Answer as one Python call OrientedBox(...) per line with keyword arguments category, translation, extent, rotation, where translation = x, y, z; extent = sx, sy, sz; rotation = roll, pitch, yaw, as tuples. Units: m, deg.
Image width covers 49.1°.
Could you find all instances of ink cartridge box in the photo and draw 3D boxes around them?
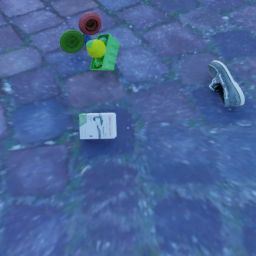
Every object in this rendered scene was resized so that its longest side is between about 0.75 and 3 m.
OrientedBox(category="ink cartridge box", translation=(-0.736, -0.053, 6.906), extent=(0.850, 0.621, 0.358), rotation=(-2, 6, 7))

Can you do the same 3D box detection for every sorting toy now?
OrientedBox(category="sorting toy", translation=(-1.560, -3.166, 9.221), extent=(1.606, 0.965, 0.659), rotation=(-36, 50, 8))

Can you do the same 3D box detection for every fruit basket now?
OrientedBox(category="fruit basket", translation=(-0.862, -2.258, 8.254), extent=(1.166, 1.166, 0.841), rotation=(-35, 29, -25))

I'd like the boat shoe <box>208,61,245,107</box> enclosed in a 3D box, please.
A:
OrientedBox(category="boat shoe", translation=(2.626, -1.270, 7.967), extent=(0.556, 0.655, 1.798), rotation=(-19, 51, 1))
